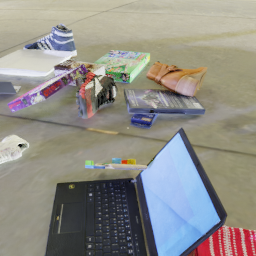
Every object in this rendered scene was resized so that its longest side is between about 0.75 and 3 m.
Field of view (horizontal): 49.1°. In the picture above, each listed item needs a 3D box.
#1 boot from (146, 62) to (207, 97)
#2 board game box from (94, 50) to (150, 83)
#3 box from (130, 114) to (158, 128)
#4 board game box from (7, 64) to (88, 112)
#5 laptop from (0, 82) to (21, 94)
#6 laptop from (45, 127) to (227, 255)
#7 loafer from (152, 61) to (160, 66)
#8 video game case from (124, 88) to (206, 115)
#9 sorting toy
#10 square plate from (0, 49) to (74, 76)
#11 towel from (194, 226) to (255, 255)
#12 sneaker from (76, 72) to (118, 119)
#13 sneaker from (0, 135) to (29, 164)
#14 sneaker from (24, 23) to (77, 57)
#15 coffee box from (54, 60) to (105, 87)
[{"bbox_3d":[1.743,-1.884,9.698,1.718,0.818,2.221,23,30,16],"label":"boot"},{"bbox_3d":[-0.331,-2.669,11.763,1.847,0.400,2.745,11,33,16],"label":"board game box"},{"bbox_3d":[0.488,-0.327,8.150,0.620,0.166,1.024,10,33,16],"label":"box"},{"bbox_3d":[-2.482,-1.324,8.965,1.485,0.399,2.473,-19,20,31],"label":"board game box"},{"bbox_3d":[-4.308,-1.493,9.597,0.966,0.598,1.032,0,30,-5],"label":"laptop"},{"bbox_3d":[-0.099,1.164,4.615,2.528,1.306,2.240,-3,31,-5],"label":"laptop"},{"bbox_3d":[1.319,-2.076,10.524,0.488,0.505,1.438,19,26,-37],"label":"loafer"},{"bbox_3d":[1.061,-0.853,8.759,2.267,0.215,1.620,0,28,-7],"label":"video game case"},{"bbox_3d":[-0.142,0.740,5.771,1.575,0.215,0.887,7,-9,-27],"label":"sorting toy"},{"bbox_3d":[-4.053,-2.775,11.909,2.797,0.398,2.771,6,31,11],"label":"square plate"},{"bbox_3d":[2.084,2.110,3.912,2.312,0.260,1.672,5,32,8],"label":"towel"},{"bbox_3d":[-0.922,-1.051,8.668,1.160,0.839,2.374,3,32,2],"label":"sneaker"},{"bbox_3d":[-2.845,0.557,6.405,0.628,0.472,1.260,16,35,24],"label":"sneaker"},{"bbox_3d":[-3.744,-4.169,13.220,2.654,1.440,0.930,6,32,10],"label":"sneaker"},{"bbox_3d":[-1.795,-2.028,10.462,1.654,0.660,0.935,12,33,19],"label":"coffee box"}]
